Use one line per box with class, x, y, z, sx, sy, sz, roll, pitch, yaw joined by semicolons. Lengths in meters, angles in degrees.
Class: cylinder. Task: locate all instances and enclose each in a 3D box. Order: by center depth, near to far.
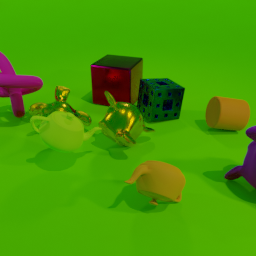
cylinder;2.500;-0.362;7.083;0.798;0.798;0.798;6;27;-11

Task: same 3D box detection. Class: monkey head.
monkey head;2.423;0.582;4.778;1.262;1.057;1.754;28;-18;-36
monkey head;-0.019;-0.079;6.210;0.957;1.588;1.142;-55;27;-6
monkey head;-1.663;-0.483;6.938;1.523;1.096;0.918;12;4;-25

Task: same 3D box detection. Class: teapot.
teapot;0.467;0.924;4.615;0.846;1.360;0.666;-7;59;48
teapot;-1.211;0.028;5.502;1.436;0.703;0.893;14;28;-33

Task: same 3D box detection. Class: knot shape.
knot shape;-3.021;-1.126;7.121;1.855;1.982;0.916;3;53;38

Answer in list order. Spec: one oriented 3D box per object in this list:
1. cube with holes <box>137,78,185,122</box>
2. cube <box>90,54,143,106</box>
cube with holes;0.888;-0.813;7.836;0.912;0.912;0.912;-6;29;-23
cube;-0.314;-1.482;8.769;1.263;1.263;1.263;10;31;17
